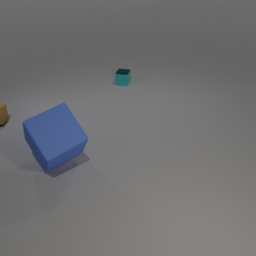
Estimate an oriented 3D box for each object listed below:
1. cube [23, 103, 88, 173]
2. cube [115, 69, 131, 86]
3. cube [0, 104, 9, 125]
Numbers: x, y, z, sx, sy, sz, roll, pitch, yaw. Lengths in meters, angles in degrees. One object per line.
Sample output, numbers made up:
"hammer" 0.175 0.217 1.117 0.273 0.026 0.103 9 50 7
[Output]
"cube" -2.266 0.332 8.723 1.400 1.400 1.400 -30 78 -26
"cube" -0.265 -2.786 15.397 0.700 0.700 0.700 8 38 13
"cube" -5.422 -0.560 11.500 0.700 0.700 0.700 -3 20 -2
